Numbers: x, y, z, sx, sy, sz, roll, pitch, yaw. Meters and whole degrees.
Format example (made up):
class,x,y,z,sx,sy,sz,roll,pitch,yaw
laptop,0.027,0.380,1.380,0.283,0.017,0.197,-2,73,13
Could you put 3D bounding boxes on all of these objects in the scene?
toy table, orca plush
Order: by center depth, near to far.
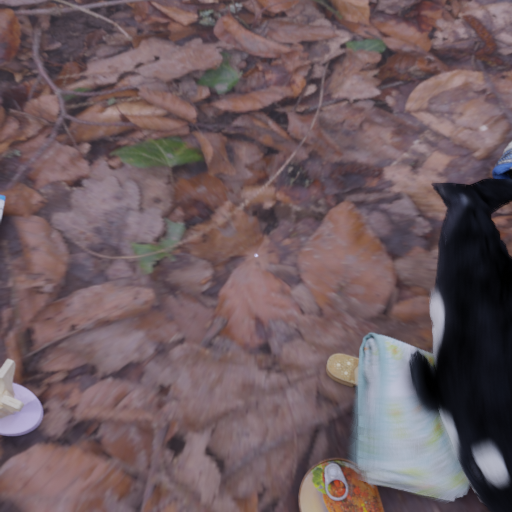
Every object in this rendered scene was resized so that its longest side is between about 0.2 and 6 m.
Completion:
class,x,y,z,sx,sy,sz,roll,pitch,yaw
orca plush,3.222,0.833,6.763,2.231,1.508,4.241,23,65,-19
toy table,-3.345,1.886,7.285,1.031,0.604,0.947,7,56,6

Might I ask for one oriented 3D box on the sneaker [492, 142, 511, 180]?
class,x,y,z,sx,sy,sz,roll,pitch,yaw
sneaker,4.929,-1.031,9.268,0.954,0.863,2.240,-41,57,-13

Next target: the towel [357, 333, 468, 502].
class,x,y,z,sx,sy,sz,roll,pitch,yaw
towel,1.928,1.979,6.898,1.532,0.431,1.790,23,58,-25

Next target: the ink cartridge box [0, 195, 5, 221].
class,x,y,z,sx,sy,sz,roll,pitch,yaw
ink cartridge box,-4.373,-0.693,8.864,0.640,0.370,0.883,13,24,-26

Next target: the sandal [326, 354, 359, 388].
class,x,y,z,sx,sy,sz,roll,pitch,yaw
sandal,1.741,1.583,7.538,1.569,0.516,0.575,11,56,7

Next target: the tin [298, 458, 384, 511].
class,x,y,z,sx,sy,sz,roll,pitch,yaw
tin,1.041,3.272,6.500,0.971,0.363,1.734,-5,56,-9
